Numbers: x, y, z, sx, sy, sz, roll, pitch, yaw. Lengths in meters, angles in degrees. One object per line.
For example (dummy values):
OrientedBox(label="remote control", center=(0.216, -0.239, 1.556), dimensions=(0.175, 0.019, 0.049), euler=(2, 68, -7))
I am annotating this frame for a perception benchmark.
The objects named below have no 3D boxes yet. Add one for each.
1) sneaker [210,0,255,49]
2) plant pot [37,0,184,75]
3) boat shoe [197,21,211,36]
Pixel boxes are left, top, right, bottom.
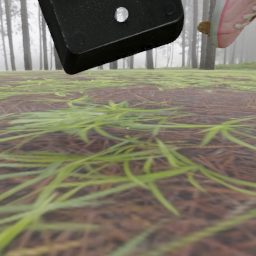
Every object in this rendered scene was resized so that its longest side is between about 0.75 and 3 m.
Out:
OrientedBox(label="sneaker", center=(2.636, -2.591, 5.360), dimensions=(1.433, 2.741, 1.032), euler=(37, 46, 24))
OrientedBox(label="plant pot", center=(-0.439, -2.624, 5.252), dimensions=(2.849, 2.842, 2.528), euler=(-18, 17, -1))
OrientedBox(label="boat shoe", center=(2.102, -2.390, 6.953), dimensions=(0.978, 0.353, 0.352), euler=(-1, -6, -21))
